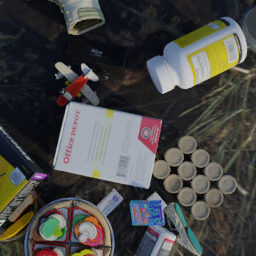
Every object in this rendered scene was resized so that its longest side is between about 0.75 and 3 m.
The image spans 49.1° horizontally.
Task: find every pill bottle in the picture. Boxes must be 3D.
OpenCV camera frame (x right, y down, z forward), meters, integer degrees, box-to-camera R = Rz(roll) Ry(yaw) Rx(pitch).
[{"bbox_3d":[2.140,-2.253,9.062,2.867,1.595,1.595,-25,83,-1],"label":"pill bottle"},{"bbox_3d":[0.739,3.868,8.641,0.904,0.904,1.633,27,83,3],"label":"pill bottle"}]

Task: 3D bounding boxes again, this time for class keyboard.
[{"bbox_3d":[-1.140,-2.395,9.807,2.107,0.217,1.339,12,77,2],"label":"keyboard"}]

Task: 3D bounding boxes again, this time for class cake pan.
[{"bbox_3d":[4.941,-3.582,9.870,1.889,0.346,1.889,0,84,1],"label":"cake pan"}]

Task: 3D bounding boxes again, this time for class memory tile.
[{"bbox_3d":[2.159,1.632,9.288,1.884,0.206,2.457,-43,85,-5],"label":"memory tile"}]

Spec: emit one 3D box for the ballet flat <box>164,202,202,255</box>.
[{"bbox_3d":[1.702,3.268,8.950,0.629,0.629,1.811,-26,82,-3],"label":"ballet flat"}]

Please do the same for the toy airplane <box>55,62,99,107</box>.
[{"bbox_3d":[-1.687,-1.436,9.275,1.431,1.014,1.437,-4,92,-20],"label":"toy airplane"}]

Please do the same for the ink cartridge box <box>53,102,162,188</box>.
[{"bbox_3d":[-0.601,0.525,8.885,2.923,1.219,2.122,12,85,0],"label":"ink cartridge box"}]

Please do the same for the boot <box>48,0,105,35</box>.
[{"bbox_3d":[-2.305,-4.276,9.637,2.779,1.001,2.149,-12,82,-4],"label":"boot"}]

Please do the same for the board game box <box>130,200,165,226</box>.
[{"bbox_3d":[0.556,2.466,8.146,0.934,0.210,0.710,-5,99,17],"label":"board game box"}]

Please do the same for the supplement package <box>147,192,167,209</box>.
[{"bbox_3d":[0.727,2.567,9.014,0.911,0.499,0.518,-40,84,-4],"label":"supplement package"}]

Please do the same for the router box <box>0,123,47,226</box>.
[{"bbox_3d":[-4.184,1.250,8.568,2.845,0.726,2.122,40,86,21],"label":"router box"}]

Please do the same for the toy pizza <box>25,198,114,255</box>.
[{"bbox_3d":[-1.794,3.527,8.472,2.750,0.436,2.750,0,83,0],"label":"toy pizza"}]

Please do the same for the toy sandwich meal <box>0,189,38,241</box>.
[{"bbox_3d":[-3.751,2.553,8.792,1.985,0.680,1.985,0,72,1],"label":"toy sandwich meal"}]

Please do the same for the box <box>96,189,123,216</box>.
[{"bbox_3d":[-1.112,2.905,8.995,2.256,0.436,0.467,-43,88,-5],"label":"box"}]
